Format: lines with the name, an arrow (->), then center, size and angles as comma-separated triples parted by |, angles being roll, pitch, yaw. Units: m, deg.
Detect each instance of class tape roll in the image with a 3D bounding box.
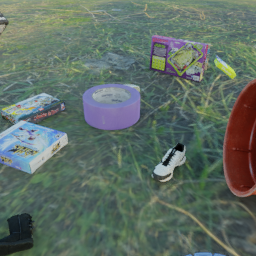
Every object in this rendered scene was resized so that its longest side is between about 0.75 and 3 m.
tape roll -> -0.596, -0.834, 10.403 | 2.097, 0.891, 2.097 | 0, 32, 0

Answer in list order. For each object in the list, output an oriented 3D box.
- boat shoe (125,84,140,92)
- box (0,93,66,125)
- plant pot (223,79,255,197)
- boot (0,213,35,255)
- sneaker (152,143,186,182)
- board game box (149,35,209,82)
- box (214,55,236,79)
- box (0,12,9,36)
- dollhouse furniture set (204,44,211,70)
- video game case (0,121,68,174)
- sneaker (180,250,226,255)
boat shoe -> -0.130, -1.679, 12.281 | 1.280, 0.447, 0.456 | -5, 23, -19
box -> -3.574, -0.698, 10.665 | 1.344, 0.371, 1.967 | 23, 38, 33
plant pot -> 4.209, 0.457, 6.771 | 2.803, 2.882, 2.882 | 10, 32, 0
boot -> -2.457, 2.220, 5.915 | 0.977, 0.361, 0.800 | -4, 33, -20
sneaker -> 1.142, 0.921, 7.825 | 0.555, 0.602, 1.505 | 21, 39, 28
board game box -> 2.420, -3.492, 13.916 | 2.945, 1.768, 0.476 | 23, 38, 32
box -> 3.448, -2.187, 10.050 | 0.909, 0.217, 0.554 | 34, 31, -14
box -> -2.768, -1.793, 4.917 | 0.954, 1.205, 0.291 | 49, 31, -7
dollhouse furniture set -> 3.903, -3.836, 15.017 | 0.832, 1.187, 0.837 | 10, 33, 15
video game case -> -3.151, 0.505, 8.651 | 1.893, 0.430, 1.715 | 14, 35, 21
sneaker -> 1.656, 2.720, 4.541 | 2.730, 1.028, 1.071 | -1, 36, 2
